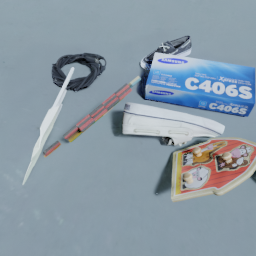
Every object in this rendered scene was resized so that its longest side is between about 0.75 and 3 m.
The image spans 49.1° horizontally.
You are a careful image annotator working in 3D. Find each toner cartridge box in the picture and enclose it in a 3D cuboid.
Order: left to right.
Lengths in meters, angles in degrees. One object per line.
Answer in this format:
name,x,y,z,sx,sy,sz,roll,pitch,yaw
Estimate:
toner cartridge box,2.101,-1.308,8.199,2.978,0.643,1.414,10,56,8

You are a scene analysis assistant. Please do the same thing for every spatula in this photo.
spatula,-1.779,-0.200,6.662,0.219,1.896,2.726,21,42,-10

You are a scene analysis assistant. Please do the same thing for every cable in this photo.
cable,-1.675,-1.802,8.939,1.853,0.471,1.511,14,63,23

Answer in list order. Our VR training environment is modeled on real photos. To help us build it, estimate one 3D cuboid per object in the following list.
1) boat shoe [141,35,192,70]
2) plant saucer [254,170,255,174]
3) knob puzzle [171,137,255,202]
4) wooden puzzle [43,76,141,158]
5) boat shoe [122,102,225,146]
boat shoe,1.308,-2.591,9.410,2.000,0.678,0.717,-23,51,-16
plant saucer,4.414,0.706,6.769,2.995,0.284,1.047,-23,44,-19
knob puzzle,1.844,0.666,5.959,2.176,0.302,2.176,-24,21,10
wooden puzzle,-0.770,-0.275,6.655,2.953,1.751,0.207,-41,94,-8
boat shoe,1.153,0.026,7.042,2.719,0.894,0.978,10,4,-22
